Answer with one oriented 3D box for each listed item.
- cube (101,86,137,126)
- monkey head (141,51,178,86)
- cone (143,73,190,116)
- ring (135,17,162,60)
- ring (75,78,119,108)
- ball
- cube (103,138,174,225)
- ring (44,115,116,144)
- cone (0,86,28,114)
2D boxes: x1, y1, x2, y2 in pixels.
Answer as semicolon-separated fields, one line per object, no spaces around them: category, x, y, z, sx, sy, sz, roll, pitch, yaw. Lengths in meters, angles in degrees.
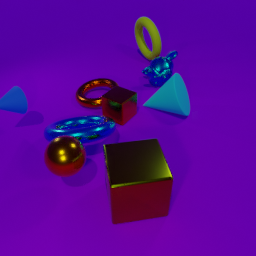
cube;-0.270;-0.736;9.015;0.835;0.835;0.835;23;43;27
monkey head;1.065;-2.232;10.472;1.259;1.750;1.055;20;58;-36
cone;1.150;-0.937;9.397;1.434;1.428;1.428;-14;31;27
ring;0.845;-3.835;12.088;0.372;1.861;1.861;-25;44;-16
ring;-1.083;-1.273;9.956;1.615;0.323;1.615;-7;40;6
ball;-1.407;0.633;6.287;0.932;0.932;0.932;0;38;0
cube;0.171;1.159;6.228;1.273;1.273;1.273;-6;38;-8
ring;-1.329;0.023;7.852;2.014;0.403;2.014;-5;14;1
cone;-3.462;-0.688;7.947;0.846;0.846;0.849;28;35;31
